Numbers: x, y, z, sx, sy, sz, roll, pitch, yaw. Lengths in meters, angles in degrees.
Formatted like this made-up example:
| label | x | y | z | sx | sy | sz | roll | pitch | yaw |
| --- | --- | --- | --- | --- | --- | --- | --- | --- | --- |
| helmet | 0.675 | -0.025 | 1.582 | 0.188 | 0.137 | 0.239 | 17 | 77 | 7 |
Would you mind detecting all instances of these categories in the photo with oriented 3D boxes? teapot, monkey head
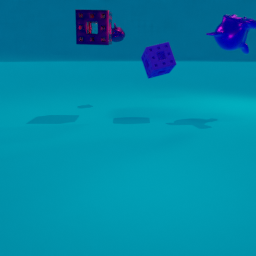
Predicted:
| label | x | y | z | sx | sy | sz | roll | pitch | yaw |
| --- | --- | --- | --- | --- | --- | --- | --- | --- | --- |
| teapot | -0.486 | -4.039 | 11.924 | 0.708 | 0.558 | 1.139 | -10 | -9 | 2 |
| monkey head | 3.492 | -3.035 | 9.061 | 1.812 | 1.092 | 1.304 | 15 | 15 | -24 |

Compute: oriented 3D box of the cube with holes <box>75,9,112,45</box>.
| label | x | y | z | sx | sy | sz | roll | pitch | yaw |
| --- | --- | --- | --- | --- | --- | --- | --- | --- | --- |
| cube with holes | -1.140 | -3.429 | 9.620 | 1.078 | 1.078 | 1.078 | 2 | 18 | 2 |

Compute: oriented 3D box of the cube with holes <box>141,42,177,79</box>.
| label | x | y | z | sx | sy | sz | roll | pitch | yaw |
| --- | --- | --- | --- | --- | --- | --- | --- | --- | --- |
| cube with holes | 1.018 | -2.273 | 9.469 | 0.815 | 0.815 | 0.815 | -17 | -6 | -11 |
